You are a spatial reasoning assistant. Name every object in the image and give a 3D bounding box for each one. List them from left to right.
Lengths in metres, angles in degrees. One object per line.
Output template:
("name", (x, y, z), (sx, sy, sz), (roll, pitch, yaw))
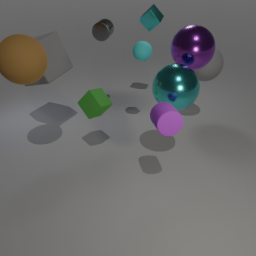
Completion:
("ball", (-3.021, -1.942, 7.988), (1.400, 1.400, 1.400), (0, 31, 0))
("cube", (-3.155, -2.478, 10.130), (1.400, 1.400, 1.400), (1, 36, 36))
("cube", (-1.086, -0.817, 9.279), (0.700, 0.700, 0.700), (54, 31, 8))
("cylinder", (-0.966, -3.818, 10.901), (0.700, 0.700, 0.700), (7, 34, 11))
("ball", (0.524, -2.784, 10.146), (0.700, 0.700, 0.700), (0, 31, 0))
("cube", (1.017, -4.755, 12.114), (0.700, 0.700, 0.700), (-30, 24, 41))
("cylinder", (0.998, -0.244, 7.340), (0.700, 0.700, 0.700), (-6, 26, -10))
("ball", (1.423, -1.210, 8.361), (1.400, 1.400, 1.400), (0, 31, 0))
("ball", (2.071, -2.558, 8.963), (1.400, 1.400, 1.400), (0, 31, 0))
("ball", (2.995, -2.531, 10.933), (1.400, 1.400, 1.400), (0, 31, 0))
